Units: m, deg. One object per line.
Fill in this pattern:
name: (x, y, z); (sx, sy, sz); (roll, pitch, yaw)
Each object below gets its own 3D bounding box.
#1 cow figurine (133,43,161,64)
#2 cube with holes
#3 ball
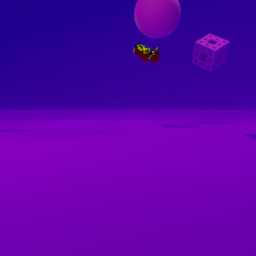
cow figurine: (0.554, -2.267, 8.424); (0.892, 0.489, 0.877); (37, -5, 1)
cube with holes: (2.788, -2.553, 9.482); (0.800, 0.800, 0.800); (-34, 54, -27)
ball: (0.742, -2.883, 7.083); (1.167, 1.167, 1.167); (0, 4, 0)
